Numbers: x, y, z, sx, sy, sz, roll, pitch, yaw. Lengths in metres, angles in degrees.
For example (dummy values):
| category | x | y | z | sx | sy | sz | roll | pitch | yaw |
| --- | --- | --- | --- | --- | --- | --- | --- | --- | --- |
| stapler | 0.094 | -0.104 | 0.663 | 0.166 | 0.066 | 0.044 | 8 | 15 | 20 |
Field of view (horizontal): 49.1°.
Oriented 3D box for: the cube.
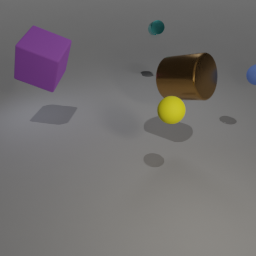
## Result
| category | x | y | z | sx | sy | sz | roll | pitch | yaw |
| --- | --- | --- | --- | --- | --- | --- | --- | --- | --- |
| cube | -2.908 | -2.353 | 9.591 | 1.400 | 1.400 | 1.400 | 20 | 46 | -7 |

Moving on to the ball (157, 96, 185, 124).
| category | x | y | z | sx | sy | sz | roll | pitch | yaw |
| --- | --- | --- | --- | --- | --- | --- | --- | --- | --- |
| ball | 1.082 | -0.447 | 7.013 | 0.700 | 0.700 | 0.700 | 0 | 30 | 0 |

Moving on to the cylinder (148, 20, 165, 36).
| category | x | y | z | sx | sy | sz | roll | pitch | yaw |
| --- | --- | --- | --- | --- | --- | --- | --- | --- | --- |
| cylinder | 1.426 | -5.059 | 14.185 | 0.700 | 0.700 | 0.700 | -5 | 15 | -8 |

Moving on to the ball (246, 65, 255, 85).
| category | x | y | z | sx | sy | sz | roll | pitch | yaw |
| --- | --- | --- | --- | --- | --- | --- | --- | --- | --- |
| ball | 4.391 | -1.806 | 9.498 | 0.700 | 0.700 | 0.700 | 0 | 30 | 0 |

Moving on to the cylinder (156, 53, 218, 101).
| category | x | y | z | sx | sy | sz | roll | pitch | yaw |
| --- | --- | --- | --- | --- | --- | --- | --- | --- | --- |
| cylinder | 1.829 | -1.571 | 8.733 | 1.400 | 1.400 | 1.400 | 7 | 26 | 44 |
